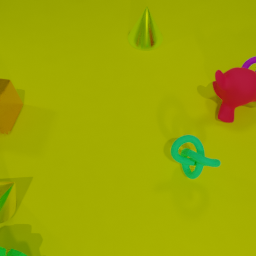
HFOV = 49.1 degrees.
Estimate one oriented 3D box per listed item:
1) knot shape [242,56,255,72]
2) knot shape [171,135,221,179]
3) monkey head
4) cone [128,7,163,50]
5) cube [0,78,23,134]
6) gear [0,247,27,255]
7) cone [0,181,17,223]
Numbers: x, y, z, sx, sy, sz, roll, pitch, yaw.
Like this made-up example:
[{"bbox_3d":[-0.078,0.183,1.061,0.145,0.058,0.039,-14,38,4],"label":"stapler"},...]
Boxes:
[{"bbox_3d":[3.625,-1.442,7.638,0.555,1.201,1.124,-35,73,-27],"label":"knot shape"},{"bbox_3d":[1.455,0.721,6.329,1.099,1.028,0.508,31,55,12],"label":"knot shape"},{"bbox_3d":[2.851,-0.845,7.262,1.895,1.142,1.364,15,82,-13],"label":"monkey head"},{"bbox_3d":[0.579,-3.344,8.929,1.188,1.193,1.188,0,58,0],"label":"cone"},{"bbox_3d":[-3.558,-0.597,7.284,1.054,1.054,1.054,8,58,6],"label":"cube"},{"bbox_3d":[-2.351,2.987,4.522,0.366,1.979,1.979,-5,50,38],"label":"gear"},{"bbox_3d":[-2.554,1.336,5.786,0.970,0.974,0.970,32,36,-28],"label":"cone"}]
